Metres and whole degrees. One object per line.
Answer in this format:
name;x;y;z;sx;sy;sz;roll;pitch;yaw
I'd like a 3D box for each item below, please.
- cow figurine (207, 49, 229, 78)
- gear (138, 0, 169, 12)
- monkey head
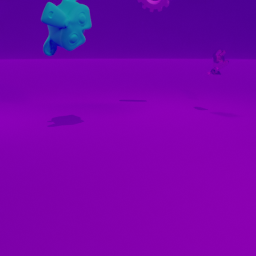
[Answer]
cow figurine;3.121;-2.229;9.873;0.482;0.879;0.865;-3;-14;-27
gear;0.936;-4.711;9.812;1.246;1.246;0.230;2;51;9
monkey head;-1.675;-2.673;7.008;1.378;1.915;1.154;13;17;-49
